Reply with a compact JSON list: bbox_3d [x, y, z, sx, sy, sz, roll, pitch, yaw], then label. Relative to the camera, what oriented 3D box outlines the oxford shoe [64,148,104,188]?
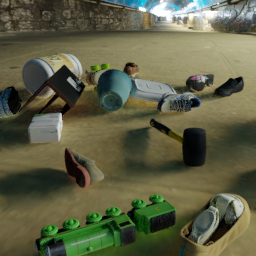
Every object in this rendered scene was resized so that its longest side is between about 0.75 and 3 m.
[{"bbox_3d":[-1.105,0.920,6.727,0.576,0.542,1.540,-6,28,-31],"label":"oxford shoe"}]

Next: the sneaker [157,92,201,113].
[{"bbox_3d":[1.999,-0.951,10.674,1.968,0.758,0.838,-16,33,-31],"label":"sneaker"}]

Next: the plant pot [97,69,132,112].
[{"bbox_3d":[-0.600,-1.370,10.999,1.403,1.403,1.318,2,39,5],"label":"plant pot"}]

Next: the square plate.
[{"bbox_3d":[1.130,-1.655,12.221,2.201,0.316,2.222,8,26,-9],"label":"square plate"}]

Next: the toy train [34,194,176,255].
[{"bbox_3d":[-0.282,1.717,4.771,2.480,0.517,0.699,-10,19,-23],"label":"toy train"}]

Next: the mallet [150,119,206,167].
[{"bbox_3d":[1.301,0.056,8.089,0.598,0.957,2.906,-8,25,-18],"label":"mallet"}]

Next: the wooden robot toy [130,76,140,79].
[{"bbox_3d":[-0.027,-1.892,13.197,1.750,0.771,0.794,-20,66,-39],"label":"wooden robot toy"}]

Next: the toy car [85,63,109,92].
[{"bbox_3d":[-1.597,-2.437,13.651,1.160,1.207,1.470,-19,18,-37],"label":"toy car"}]

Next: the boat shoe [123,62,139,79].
[{"bbox_3d":[0.206,-3.462,16.317,0.796,0.747,2.211,5,24,12],"label":"boat shoe"}]

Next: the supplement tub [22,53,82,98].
[{"bbox_3d":[-3.403,-2.478,12.883,1.743,1.743,2.414,11,27,24],"label":"supplement tub"}]

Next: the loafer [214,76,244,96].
[{"bbox_3d":[4.644,-1.925,12.839,2.098,0.737,0.712,-20,31,-37],"label":"loafer"}]

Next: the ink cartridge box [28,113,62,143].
[{"bbox_3d":[-2.567,-0.019,8.788,0.886,0.510,1.214,-3,24,-7],"label":"ink cartridge box"}]

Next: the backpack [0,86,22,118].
[{"bbox_3d":[-4.435,-0.868,10.340,0.930,0.987,1.209,-16,34,-14],"label":"backpack"}]

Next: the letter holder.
[{"bbox_3d":[-2.788,-1.114,10.498,1.746,1.236,2.457,-40,18,17],"label":"letter holder"}]

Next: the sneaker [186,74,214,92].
[{"bbox_3d":[3.345,-2.217,13.681,0.888,0.826,2.056,9,14,43],"label":"sneaker"}]

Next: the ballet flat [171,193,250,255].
[{"bbox_3d":[1.575,1.594,4.852,0.803,0.738,2.341,18,29,35],"label":"ballet flat"}]
